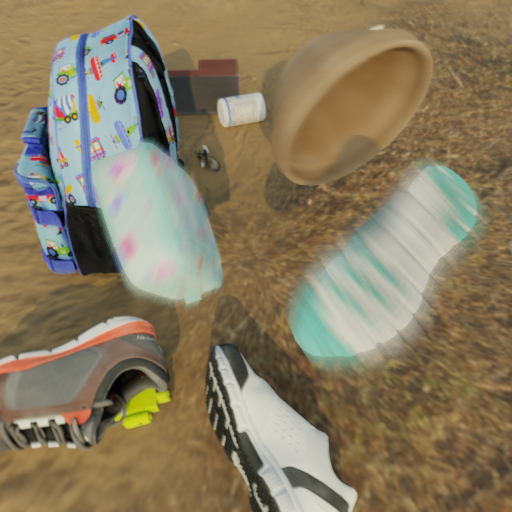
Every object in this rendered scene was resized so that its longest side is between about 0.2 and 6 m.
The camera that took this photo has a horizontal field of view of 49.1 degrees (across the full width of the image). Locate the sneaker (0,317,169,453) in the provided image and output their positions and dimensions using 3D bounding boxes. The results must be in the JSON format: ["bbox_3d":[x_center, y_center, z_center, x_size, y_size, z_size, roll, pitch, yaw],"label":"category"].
[{"bbox_3d":[-2.515,1.897,6.981,3.105,1.196,1.271,-28,54,-16],"label":"sneaker"}]

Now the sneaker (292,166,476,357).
[{"bbox_3d":[1.175,0.137,5.482,2.315,1.056,0.898,-41,91,-21],"label":"sneaker"}]

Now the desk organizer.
[{"bbox_3d":[-1.770,-4.055,13.431,2.754,0.988,1.060,-2,42,-2],"label":"desk organizer"}]

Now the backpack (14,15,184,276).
[{"bbox_3d":[-2.483,-1.858,9.195,2.462,3.659,3.341,-4,45,-5],"label":"backpack"}]

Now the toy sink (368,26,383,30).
[{"bbox_3d":[2.041,-3.784,10.706,0.925,0.795,1.419,-19,77,-10],"label":"toy sink"}]

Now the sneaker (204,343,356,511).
[{"bbox_3d":[0.192,2.246,7.017,1.113,1.026,2.783,-13,51,-25],"label":"sneaker"}]

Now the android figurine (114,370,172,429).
[{"bbox_3d":[-1.705,1.909,7.737,1.052,0.216,0.958,-14,48,-5],"label":"android figurine"}]

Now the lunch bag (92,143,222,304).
[{"bbox_3d":[-0.909,-0.261,5.835,0.706,1.833,1.470,-23,79,7],"label":"lunch bag"}]

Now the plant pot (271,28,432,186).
[{"bbox_3d":[1.152,-2.300,8.046,2.521,2.521,1.164,-23,63,-22],"label":"plant pot"}]

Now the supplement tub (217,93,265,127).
[{"bbox_3d":[-0.346,-3.370,12.945,0.993,0.655,0.655,-14,46,-13],"label":"supplement tub"}]

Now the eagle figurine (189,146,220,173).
[{"bbox_3d":[-1.042,-2.024,11.759,0.608,0.459,0.461,24,38,37],"label":"eagle figurine"}]
